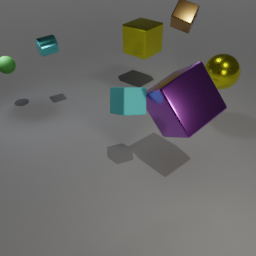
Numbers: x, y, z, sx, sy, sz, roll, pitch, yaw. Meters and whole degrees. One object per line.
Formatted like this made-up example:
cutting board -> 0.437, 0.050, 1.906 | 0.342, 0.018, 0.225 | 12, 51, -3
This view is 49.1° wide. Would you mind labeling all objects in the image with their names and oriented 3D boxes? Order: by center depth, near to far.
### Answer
cube -> -0.002, -0.714, 7.339 | 0.700, 0.700, 0.700 | -5, 10, -34
cube -> 1.415, -0.695, 7.449 | 1.400, 1.400, 1.400 | -35, 11, -16
cube -> 1.880, -3.729, 9.354 | 0.700, 0.700, 0.700 | 25, -5, 8
cylinder -> -3.146, -3.202, 10.890 | 0.700, 0.700, 0.700 | -24, 39, -22
ball -> 3.710, -2.226, 11.084 | 1.400, 1.400, 1.400 | 0, 33, 0
ball -> -4.886, -2.524, 11.241 | 0.700, 0.700, 0.700 | 0, 33, 0
cube -> 0.702, -4.306, 13.418 | 1.400, 1.400, 1.400 | 28, 47, 32
